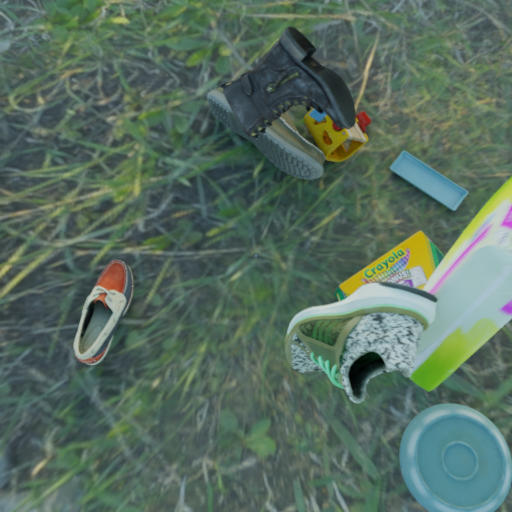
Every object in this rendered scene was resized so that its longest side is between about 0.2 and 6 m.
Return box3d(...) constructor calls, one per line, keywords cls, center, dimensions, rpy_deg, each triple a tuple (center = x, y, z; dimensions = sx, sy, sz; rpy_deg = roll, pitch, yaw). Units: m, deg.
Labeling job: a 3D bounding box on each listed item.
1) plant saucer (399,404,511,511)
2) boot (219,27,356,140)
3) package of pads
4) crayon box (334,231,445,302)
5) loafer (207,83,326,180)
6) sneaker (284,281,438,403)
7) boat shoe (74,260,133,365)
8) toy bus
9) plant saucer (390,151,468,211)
box3d(cls="plant saucer", center=(3.654, 3.717, 10.148), dimensions=(2.050, 0.281, 2.050), rpy_deg=(0, 70, 0))
box3d(cls="boot", center=(0.543, -2.760, 10.186), dimensions=(2.239, 1.949, 0.775), rpy_deg=(54, 37, 3))
box3d(cls="package of pads", center=(3.312, 0.341, 8.390), dimensions=(1.037, 3.041, 2.349), rpy_deg=(36, 50, 11))
box3d(cls="crayon box", center=(2.796, 0.615, 11.112), dimensions=(2.143, 0.624, 1.273), rpy_deg=(-33, 73, -12))
box3d(cls="loafer", center=(0.351, -2.873, 12.130), dimensions=(3.153, 1.186, 1.098), rpy_deg=(40, 79, 14))
box3d(cls="sneaker", center=(1.259, 1.441, 8.118), dimensions=(1.199, 3.117, 1.381), rpy_deg=(25, 58, -15))
box3d(cls="boat shoe", center=(-2.994, 1.028, 10.940), dimensions=(0.778, 0.683, 2.185), rpy_deg=(13, 69, 7))
box3d(cls="toy bus", center=(1.551, -2.989, 12.285), dimensions=(1.821, 0.997, 1.930), rpy_deg=(38, 37, -17))
box3d(cls="plant saucer", center=(3.745, -1.626, 12.221), dimensions=(1.668, 0.158, 0.583), rpy_deg=(37, 73, 12))
